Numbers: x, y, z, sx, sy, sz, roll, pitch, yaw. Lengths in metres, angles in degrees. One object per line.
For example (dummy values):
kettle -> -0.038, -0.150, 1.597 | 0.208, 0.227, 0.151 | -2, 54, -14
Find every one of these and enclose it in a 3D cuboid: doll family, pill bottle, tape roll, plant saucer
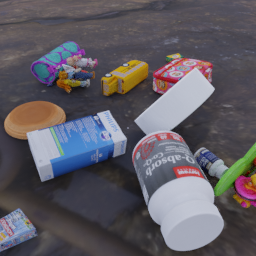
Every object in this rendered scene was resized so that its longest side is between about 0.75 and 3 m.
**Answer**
doll family -> -2.078, -1.994, 10.954 | 1.346, 2.168, 0.977 | -3, 78, -26
pill bottle -> 1.044, 1.309, 6.354 | 1.454, 1.454, 2.509 | -7, 36, -10
tape roll -> 1.337, -0.679, 8.291 | 0.840, 2.403, 2.403 | 48, 47, -1
pill bottle -> 2.262, 0.982, 7.611 | 0.511, 0.511, 0.920 | -22, 42, -27
plant saucer -> -3.179, -0.367, 9.580 | 2.033, 0.380, 2.033 | 0, 37, 0

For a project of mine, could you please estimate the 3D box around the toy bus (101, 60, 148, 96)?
toy bus -> -0.120, -2.059, 11.594 | 0.906, 0.753, 2.314 | 22, 41, 25

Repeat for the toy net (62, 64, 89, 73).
toy net -> -2.242, -2.370, 11.786 | 0.849, 0.313, 1.619 | 19, 8, 10

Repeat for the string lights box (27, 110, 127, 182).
string lights box -> -1.425, 0.440, 7.967 | 2.484, 0.732, 1.277 | -17, 51, -22

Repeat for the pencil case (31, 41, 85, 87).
pencil case -> -3.065, -2.940, 12.471 | 1.230, 1.133, 2.662 | 1, 34, 23

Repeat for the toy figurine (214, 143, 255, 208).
toy figurine -> 3.579, 1.457, 6.031 | 2.594, 1.947, 2.387 | -25, 52, -32

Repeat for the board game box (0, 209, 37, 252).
board game box -> -2.588, 2.238, 6.085 | 0.876, 0.270, 0.876 | -28, 45, -34

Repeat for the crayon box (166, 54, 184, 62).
crayon box -> 2.346, -3.473, 13.967 | 0.774, 0.225, 0.459 | -19, 40, -24

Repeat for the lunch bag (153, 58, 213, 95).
lunch bag -> 2.142, -2.112, 11.555 | 2.116, 0.984, 2.402 | 19, 39, 31
